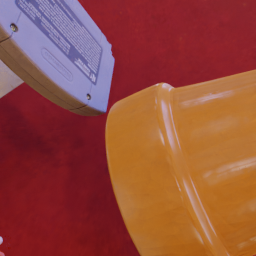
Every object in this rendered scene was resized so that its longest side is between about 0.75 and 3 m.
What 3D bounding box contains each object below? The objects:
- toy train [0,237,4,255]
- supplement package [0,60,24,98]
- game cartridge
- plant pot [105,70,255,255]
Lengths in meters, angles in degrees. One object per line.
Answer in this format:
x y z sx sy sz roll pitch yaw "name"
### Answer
-1.374 1.705 2.895 0.325 1.167 0.877 19 55 18 "toy train"
-3.457 -1.078 5.450 1.838 1.413 1.922 19 55 44 "supplement package"
-1.175 -1.429 4.534 0.577 2.776 1.849 -6 59 30 "game cartridge"
1.562 0.404 3.926 2.647 2.891 2.891 -24 70 21 "plant pot"
